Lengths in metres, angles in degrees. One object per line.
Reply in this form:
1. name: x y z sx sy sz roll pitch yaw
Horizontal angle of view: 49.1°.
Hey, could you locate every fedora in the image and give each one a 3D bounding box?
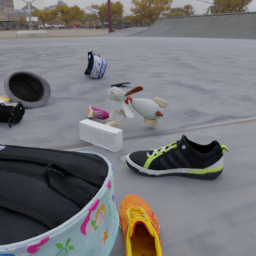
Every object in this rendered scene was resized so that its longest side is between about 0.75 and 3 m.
1. fedora: -4.384 -1.572 12.013 1.905 1.685 0.860 12 -22 -32

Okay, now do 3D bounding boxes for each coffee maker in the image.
1. coffee maker: -4.436 -0.523 9.980 1.102 0.743 1.059 3 23 10

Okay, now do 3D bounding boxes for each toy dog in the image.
1. toy dog: 0.392 -0.699 9.147 2.051 1.352 0.988 1 10 -11

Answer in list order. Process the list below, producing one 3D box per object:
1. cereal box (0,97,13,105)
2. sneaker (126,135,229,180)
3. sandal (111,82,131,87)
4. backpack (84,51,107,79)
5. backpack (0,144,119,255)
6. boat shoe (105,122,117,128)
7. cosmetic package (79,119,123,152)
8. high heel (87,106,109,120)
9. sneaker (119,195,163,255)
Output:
1. cereal box: -5.905 -0.716 10.768 1.724 0.474 2.397 7 23 17
2. sneaker: 1.171 0.590 6.891 2.442 1.011 0.876 2 22 5
3. sandal: -0.384 -2.301 15.062 1.070 0.229 0.407 -9 15 2
4. backpack: -1.949 -3.663 16.887 1.214 1.575 1.501 9 24 -13
5. backpack: -1.511 1.261 3.807 2.731 2.056 2.425 -3 18 18
6. boat shoe: -0.696 0.059 9.159 0.875 0.323 0.303 -24 35 -29
7. cosmetic package: -0.821 0.201 8.386 1.471 0.607 0.372 17 29 35
8. high heel: -1.092 -0.548 10.377 0.640 0.449 1.334 9 1 -23
9. sneaker: 0.238 1.661 4.623 0.741 0.784 2.032 -4 21 -7
